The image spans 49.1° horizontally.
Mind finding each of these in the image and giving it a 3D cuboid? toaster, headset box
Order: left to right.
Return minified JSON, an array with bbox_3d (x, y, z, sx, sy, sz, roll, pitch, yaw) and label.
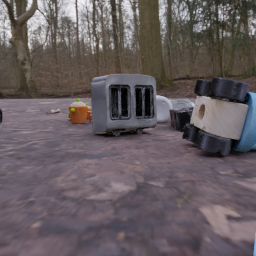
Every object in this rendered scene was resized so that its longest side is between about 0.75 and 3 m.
[{"bbox_3d":[-0.124,-0.769,8.323,1.744,1.929,1.144,-3,4,-30],"label":"toaster"},{"bbox_3d":[2.173,-0.359,9.587,1.267,0.657,1.702,-6,9,-1],"label":"headset box"}]

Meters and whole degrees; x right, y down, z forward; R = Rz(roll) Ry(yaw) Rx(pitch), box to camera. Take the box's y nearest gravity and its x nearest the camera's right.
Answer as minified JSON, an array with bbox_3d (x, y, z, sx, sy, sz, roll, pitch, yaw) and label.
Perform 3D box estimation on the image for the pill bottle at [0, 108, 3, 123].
[{"bbox_3d":[-5.611,-0.493,11.141,1.067,0.597,0.597,-2,8,-15],"label":"pill bottle"}]

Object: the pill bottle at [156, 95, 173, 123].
[{"bbox_3d":[1.238,-0.847,11.987,1.083,1.083,1.983,0,8,0],"label":"pill bottle"}]

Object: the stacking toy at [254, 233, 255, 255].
[{"bbox_3d":[1.204,0.587,2.071,0.455,0.828,0.481,4,8,26],"label":"stacking toy"}]

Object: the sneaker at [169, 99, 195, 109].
[{"bbox_3d":[2.169,-0.956,14.112,2.649,1.012,1.066,10,-1,37],"label":"sneaker"}]

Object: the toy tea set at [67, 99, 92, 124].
[{"bbox_3d":[-1.809,-0.776,11.837,1.565,0.974,2.632,-3,8,-19],"label":"toy tea set"}]

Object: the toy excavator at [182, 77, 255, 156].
[{"bbox_3d":[2.843,-0.147,6.611,2.936,1.467,2.855,12,8,-6],"label":"toy excavator"}]

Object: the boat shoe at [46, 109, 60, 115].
[{"bbox_3d":[-4.108,-0.883,15.382,0.312,0.274,0.877,10,13,44],"label":"boat shoe"}]
